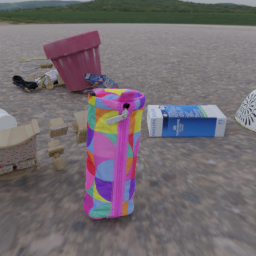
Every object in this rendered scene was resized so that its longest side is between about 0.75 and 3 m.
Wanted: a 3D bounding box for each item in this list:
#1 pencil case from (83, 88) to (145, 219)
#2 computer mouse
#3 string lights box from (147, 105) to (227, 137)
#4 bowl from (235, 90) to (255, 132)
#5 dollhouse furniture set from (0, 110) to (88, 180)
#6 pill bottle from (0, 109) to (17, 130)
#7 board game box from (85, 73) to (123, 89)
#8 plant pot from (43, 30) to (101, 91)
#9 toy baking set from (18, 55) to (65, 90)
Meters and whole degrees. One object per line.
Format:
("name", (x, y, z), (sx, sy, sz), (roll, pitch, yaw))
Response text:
("pencil case", (-0.252, 0.394, 4.502), (0.964, 2.181, 0.964), (4, 19, -1))
("computer mouse", (-3.451, -2.138, 11.963), (2.570, 0.564, 1.409), (-21, 33, -40))
("string lights box", (1.561, -0.225, 7.790), (1.990, 0.587, 1.022), (0, 25, 0))
("bowl", (4.494, -0.693, 8.163), (2.445, 1.148, 2.445), (0, 25, 0))
("dollhouse furniture set", (-1.911, 0.766, 5.141), (2.833, 1.468, 1.254), (-14, 67, -26))
("pill bottle", (-3.657, -0.180, 7.449), (1.394, 0.807, 0.807), (16, 29, 31))
("board game box", (-0.826, -1.548, 10.305), (1.220, 0.376, 1.219), (17, -8, 46))
("plant pot", (-1.958, -2.591, 10.988), (2.185, 1.955, 2.185), (-14, 20, 5))
("toy baking set", (-3.439, -2.511, 11.663), (1.715, 0.260, 2.235), (-39, 78, -26))
